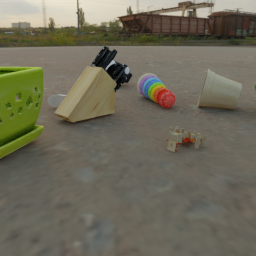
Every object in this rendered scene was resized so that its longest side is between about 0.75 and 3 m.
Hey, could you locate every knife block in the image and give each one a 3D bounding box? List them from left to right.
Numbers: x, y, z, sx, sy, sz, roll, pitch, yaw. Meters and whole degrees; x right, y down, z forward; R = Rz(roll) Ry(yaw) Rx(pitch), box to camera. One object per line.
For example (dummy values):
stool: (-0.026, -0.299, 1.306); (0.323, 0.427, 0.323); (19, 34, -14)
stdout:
knife block: (-1.030, -1.367, 8.215); (2.304, 2.023, 0.737); (-16, 22, -41)

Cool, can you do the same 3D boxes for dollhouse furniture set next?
dollhouse furniture set: (1.212, 0.272, 6.267); (0.787, 0.410, 0.796); (-3, 17, -45)

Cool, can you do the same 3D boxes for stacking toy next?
stacking toy: (1.067, -1.249, 9.958); (0.910, 0.910, 2.132); (-6, 27, -16)

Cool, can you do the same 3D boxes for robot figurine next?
robot figurine: (-0.527, -2.532, 12.835); (1.446, 0.902, 1.086); (14, -11, -37)

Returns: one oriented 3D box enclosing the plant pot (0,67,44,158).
plant pot: (-2.954, -0.362, 5.919); (1.837, 1.667, 1.828); (6, 21, 19)

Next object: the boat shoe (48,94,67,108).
boat shoe: (-2.002, -0.883, 9.263); (1.217, 0.454, 0.564); (-1, -3, 21)

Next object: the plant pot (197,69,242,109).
plant pot: (3.031, -1.170, 9.198); (1.168, 1.276, 1.276); (16, 22, 11)
